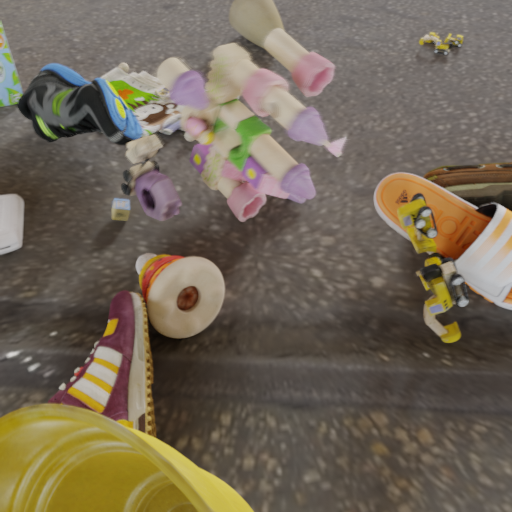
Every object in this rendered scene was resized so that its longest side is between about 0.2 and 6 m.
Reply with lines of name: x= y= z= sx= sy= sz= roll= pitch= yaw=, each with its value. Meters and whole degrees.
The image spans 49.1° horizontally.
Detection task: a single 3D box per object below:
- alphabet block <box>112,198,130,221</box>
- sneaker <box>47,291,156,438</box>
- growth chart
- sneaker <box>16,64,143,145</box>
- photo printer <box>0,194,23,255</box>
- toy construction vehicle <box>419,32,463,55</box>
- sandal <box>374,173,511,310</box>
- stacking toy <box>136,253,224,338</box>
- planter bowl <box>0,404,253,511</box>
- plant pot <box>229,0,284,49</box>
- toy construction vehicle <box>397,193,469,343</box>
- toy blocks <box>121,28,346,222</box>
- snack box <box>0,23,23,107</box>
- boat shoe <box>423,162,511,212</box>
alphabet block: x=-2.320 y=-0.792 z=9.586 sx=0.266 sy=0.271 sz=0.265 roll=6 pitch=48 yaw=-20
sneaker: x=-1.900 y=1.553 z=6.761 sx=1.275 sy=1.060 sz=2.829 roll=-5 pitch=44 yaw=-9
growth chart: x=-2.327 y=-3.351 z=12.240 sx=3.579 sy=0.317 sz=2.590 roll=17 pitch=48 yaw=17
sneaker: x=-3.429 y=-2.665 z=10.703 sx=3.569 sy=1.265 sz=1.479 roll=28 pitch=72 yaw=39
photo printer: x=-4.373 y=-0.467 z=9.233 sx=1.010 sy=0.421 sz=1.214 roll=-11 pitch=46 yaw=-12
toy construction vehicle: x=4.768 y=-5.545 z=14.396 sx=0.986 sy=0.347 sz=0.859 roll=20 pitch=48 yaw=19
sandal: x=3.098 y=-0.279 z=8.198 sx=3.204 sy=0.918 sz=1.227 roll=32 pitch=90 yaw=19
stacking toy: x=-1.333 y=0.378 z=8.151 sx=1.188 sy=1.188 sz=1.626 roll=-29 pitch=34 yaw=-26
planter bowl: x=-0.871 y=2.881 z=4.531 sx=3.672 sy=3.672 sz=1.529 roll=32 pitch=17 yaw=28
plant pot: x=0.139 y=-5.910 z=14.295 sx=1.236 sy=1.236 sz=1.320 roll=-21 pitch=62 yaw=-20
toy construction vehicle: x=2.398 y=0.210 z=7.784 sx=0.590 sy=1.675 sz=1.458 roll=-20 pitch=40 yaw=10
toy blocks: x=-0.077 y=-1.513 z=8.626 sx=2.911 sy=2.720 sz=2.450 roll=-28 pitch=66 yaw=-34
snack box: x=-6.342 y=-3.869 z=11.744 sx=2.391 sy=1.700 sz=0.633 roll=-17 pitch=47 yaw=-17
boat shoe: x=4.489 y=-1.096 z=9.293 sx=3.403 sy=1.224 sz=1.157 roll=3 pitch=46 yaw=3
